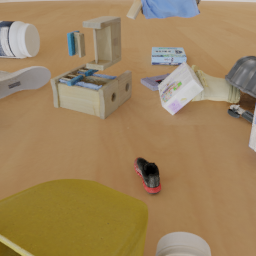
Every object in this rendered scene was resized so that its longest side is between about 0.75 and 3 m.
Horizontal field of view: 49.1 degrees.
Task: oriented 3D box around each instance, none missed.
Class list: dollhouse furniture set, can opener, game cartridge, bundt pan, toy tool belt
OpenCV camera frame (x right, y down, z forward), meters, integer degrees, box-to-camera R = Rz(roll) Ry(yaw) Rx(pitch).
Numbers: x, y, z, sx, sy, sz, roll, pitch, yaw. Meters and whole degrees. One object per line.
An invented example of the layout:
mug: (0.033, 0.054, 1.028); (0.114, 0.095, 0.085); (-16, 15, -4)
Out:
dollhouse furniture set: (-1.125, -2.103, 8.931); (1.967, 2.792, 1.956); (14, 33, 23)
can opener: (3.545, -0.356, 8.426); (0.295, 0.373, 1.123); (-25, 47, -32)
game cartridge: (1.407, -1.847, 11.049); (1.540, 0.296, 0.998); (-14, 29, -23)
bundt pan: (4.590, -1.596, 9.143); (2.615, 0.982, 2.615); (17, 25, -8)
toy tool belt: (1.236, -3.267, 6.846); (2.509, 1.566, 1.542); (10, 62, 36)

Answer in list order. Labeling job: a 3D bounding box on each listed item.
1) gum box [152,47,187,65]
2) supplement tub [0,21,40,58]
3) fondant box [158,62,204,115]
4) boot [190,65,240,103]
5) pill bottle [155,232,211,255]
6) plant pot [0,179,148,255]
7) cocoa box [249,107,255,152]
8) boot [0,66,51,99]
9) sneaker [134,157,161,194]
gum box: (1.983, -3.574, 13.852); (1.614, 0.423, 1.900); (3, 30, 4)
supplement tub: (-5.888, -4.388, 13.912); (2.492, 1.749, 1.749); (5, 30, 9)
fondant box: (1.665, -1.341, 9.197); (0.508, 1.259, 1.745); (40, 23, -19)
boot: (3.037, -1.590, 10.008); (1.749, 0.819, 2.250); (4, 32, 9)
pill bottle: (0.667, 2.172, 3.400); (0.926, 0.926, 1.620); (5, 30, 9)
plant pot: (-0.617, 1.662, 3.635); (1.751, 1.762, 1.803); (17, 25, 26)
cocoa box: (3.909, 0.057, 6.383); (1.896, 1.264, 1.244); (9, 4, 15)
boot: (-4.231, -1.886, 10.428); (2.468, 0.908, 1.180); (-25, 45, -35)
sneaker: (0.409, 0.887, 6.023); (0.392, 0.542, 1.109); (-10, 30, -13)
